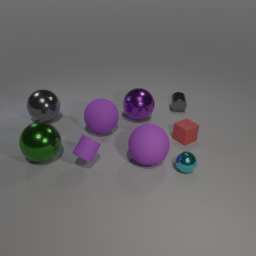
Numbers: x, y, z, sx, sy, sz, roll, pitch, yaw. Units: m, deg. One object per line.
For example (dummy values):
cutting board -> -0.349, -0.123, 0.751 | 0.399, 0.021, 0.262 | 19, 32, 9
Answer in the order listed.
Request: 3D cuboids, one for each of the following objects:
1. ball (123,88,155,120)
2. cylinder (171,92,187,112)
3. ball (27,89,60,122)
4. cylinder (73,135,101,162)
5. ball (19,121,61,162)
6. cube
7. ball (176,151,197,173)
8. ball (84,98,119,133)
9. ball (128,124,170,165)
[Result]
ball -> 0.468, -1.043, 12.255 | 1.400, 1.400, 1.400 | 0, 30, 0
cylinder -> 2.383, -1.222, 13.163 | 0.700, 0.700, 0.700 | 2, 40, 4
ball -> -3.633, -0.963, 12.080 | 1.400, 1.400, 1.400 | 0, 30, 0
cylinder -> -1.361, 0.677, 9.278 | 0.700, 0.700, 0.700 | 27, -6, 3
ball -> -3.019, 0.474, 9.670 | 1.400, 1.400, 1.400 | 0, 30, 0
cube -> 2.244, 0.142, 10.918 | 0.700, 0.700, 0.700 | -20, 37, -30
ball -> 1.926, 1.122, 9.236 | 0.700, 0.700, 0.700 | 0, 30, 0
ball -> -1.066, -0.484, 11.246 | 1.400, 1.400, 1.400 | 0, 30, 0
ball -> 0.709, 0.555, 9.472 | 1.400, 1.400, 1.400 | 0, 30, 0
